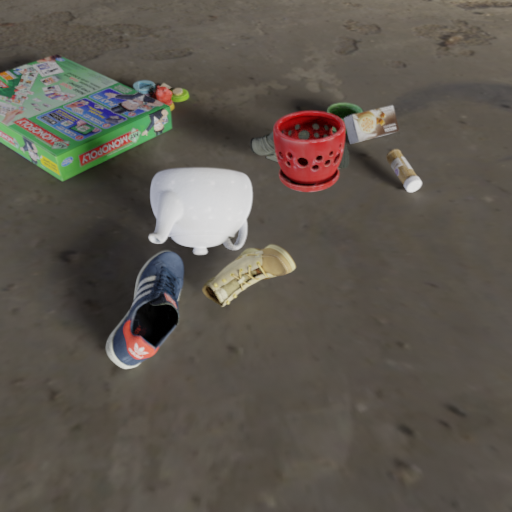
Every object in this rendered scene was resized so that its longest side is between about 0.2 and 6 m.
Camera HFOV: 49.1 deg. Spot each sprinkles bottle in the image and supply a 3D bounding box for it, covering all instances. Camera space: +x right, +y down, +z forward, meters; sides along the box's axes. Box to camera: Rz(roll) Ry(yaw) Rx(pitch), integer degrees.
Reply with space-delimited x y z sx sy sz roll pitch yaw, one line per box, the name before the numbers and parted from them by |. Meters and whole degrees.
sprinkles bottle | 3.197 -1.853 12.160 0.358 0.358 1.049 -12 53 -13

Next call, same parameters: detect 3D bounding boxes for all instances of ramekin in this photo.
ramekin | 2.213 -3.436 14.029 0.892 0.436 0.892 0 42 0

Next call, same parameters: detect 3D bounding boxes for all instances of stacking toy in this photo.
stacking toy | -2.563 -4.511 15.131 1.381 0.583 1.251 28 49 27

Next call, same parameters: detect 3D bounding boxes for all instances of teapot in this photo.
teapot | -0.921 -0.710 9.678 1.899 1.387 1.874 0 -1 -12

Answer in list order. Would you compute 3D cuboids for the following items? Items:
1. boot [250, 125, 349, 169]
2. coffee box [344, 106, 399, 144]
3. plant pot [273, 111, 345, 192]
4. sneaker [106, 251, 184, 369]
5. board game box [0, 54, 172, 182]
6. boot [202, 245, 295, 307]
boot | 0.943 -2.297 12.050 1.978 1.292 0.670 18 72 -34
coffee box | 2.773 -3.153 13.471 1.155 0.660 0.460 -16 7 -18
plant pot | 0.794 -1.521 8.329 1.038 0.945 1.038 -3 36 3
sneaker | -1.487 0.724 8.807 0.948 0.841 2.244 -28 33 40
board game box | -4.967 -3.692 14.111 4.846 0.705 3.261 31 51 30
boot | -0.156 0.338 9.097 1.182 0.554 1.521 -38 20 -26
